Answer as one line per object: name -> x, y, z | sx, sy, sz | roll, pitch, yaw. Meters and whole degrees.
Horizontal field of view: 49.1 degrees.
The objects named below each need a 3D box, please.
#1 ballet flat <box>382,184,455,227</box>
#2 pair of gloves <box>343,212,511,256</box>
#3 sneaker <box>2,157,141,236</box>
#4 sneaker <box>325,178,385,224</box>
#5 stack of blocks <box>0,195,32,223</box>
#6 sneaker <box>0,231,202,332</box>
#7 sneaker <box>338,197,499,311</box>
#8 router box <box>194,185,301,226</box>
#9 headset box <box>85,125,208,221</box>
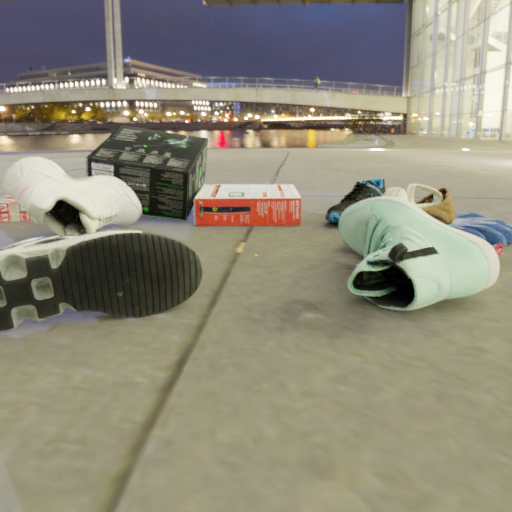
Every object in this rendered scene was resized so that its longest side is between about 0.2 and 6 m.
ballet flat -> 2.767, -0.838, 10.199 | 2.506, 0.906, 0.850 | -12, 15, -33
pair of gloves -> 3.353, -0.380, 10.812 | 2.877, 0.408, 3.578 | 10, 20, 29
sneaker -> -3.605, -0.884, 11.759 | 3.249, 1.266, 1.614 | 7, 43, -54
sneaker -> 2.400, -1.317, 13.438 | 0.893, 0.999, 2.440 | 10, 17, 34
stack of blocks -> -6.124, -1.221, 14.127 | 0.935, 0.475, 1.623 | -4, 14, -15
sneaker -> -2.251, 0.149, 7.120 | 3.042, 1.127, 1.346 | -4, 16, -16
sneaker -> 1.725, -0.115, 8.004 | 1.696, 1.058, 2.876 | -13, 23, -28
router box -> -0.201, -1.322, 14.104 | 2.481, 0.675, 2.764 | 0, 14, 0
headset box -> -2.642, -2.215, 14.221 | 2.457, 1.309, 2.822 | 8, 30, 0
